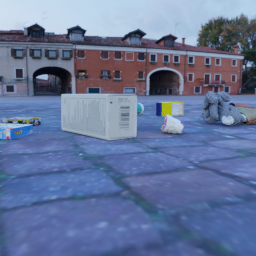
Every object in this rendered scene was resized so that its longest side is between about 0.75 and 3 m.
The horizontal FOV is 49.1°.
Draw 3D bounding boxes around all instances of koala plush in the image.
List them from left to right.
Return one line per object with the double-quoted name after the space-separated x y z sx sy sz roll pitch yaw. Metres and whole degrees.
4.146 -0.629 12.039 1.449 1.502 1.634 -7 31 -41 "koala plush"

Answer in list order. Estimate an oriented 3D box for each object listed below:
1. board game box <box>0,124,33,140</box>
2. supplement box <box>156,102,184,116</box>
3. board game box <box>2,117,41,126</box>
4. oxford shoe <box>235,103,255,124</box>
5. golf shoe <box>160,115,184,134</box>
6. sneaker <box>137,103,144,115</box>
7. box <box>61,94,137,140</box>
-3.880 0.096 8.920 1.183 0.338 1.208 2 7 12 "board game box"
2.530 -1.153 16.938 1.516 0.825 0.830 -2 7 -12 "supplement box"
-4.472 -0.261 11.798 1.227 0.348 1.015 1 5 11 "board game box"
5.558 -0.418 12.046 2.636 0.928 0.986 9 38 43 "oxford shoe"
1.558 -0.071 9.818 0.757 0.623 1.655 17 11 6 "golf shoe"
-0.523 -1.309 17.467 2.683 1.122 1.620 7 0 35 "sneaker"
-1.072 -0.462 9.321 1.138 1.390 2.927 -5 10 -39 "box"
